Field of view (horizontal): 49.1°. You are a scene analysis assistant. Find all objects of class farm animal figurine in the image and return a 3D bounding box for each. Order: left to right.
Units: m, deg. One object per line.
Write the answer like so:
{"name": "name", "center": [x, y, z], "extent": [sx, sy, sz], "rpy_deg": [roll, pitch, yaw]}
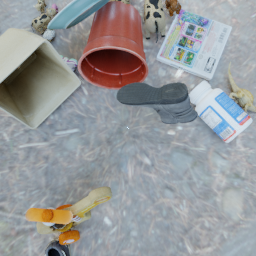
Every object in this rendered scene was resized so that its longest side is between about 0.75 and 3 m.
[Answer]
{"name": "farm animal figurine", "center": [-3.120, -4.267, 10.653], "extent": [1.534, 0.800, 1.517], "rpy_deg": [35, 77, 9]}
{"name": "farm animal figurine", "center": [0.415, -4.805, 10.354], "extent": [2.915, 1.466, 2.354], "rpy_deg": [28, 78, 14]}

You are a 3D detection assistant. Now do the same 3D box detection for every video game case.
{"name": "video game case", "center": [2.517, -3.213, 10.623], "extent": [2.178, 0.283, 2.393], "rpy_deg": [23, 76, 7]}

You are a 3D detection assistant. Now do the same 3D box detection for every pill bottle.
{"name": "pill bottle", "center": [3.014, -0.599, 9.418], "extent": [1.150, 1.150, 2.049], "rpy_deg": [-39, 78, -10]}

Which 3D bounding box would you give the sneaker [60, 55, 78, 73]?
{"name": "sneaker", "center": [-2.410, -2.257, 10.286], "extent": [1.023, 0.397, 0.715], "rpy_deg": [12, 74, 4]}

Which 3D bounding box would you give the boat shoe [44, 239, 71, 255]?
{"name": "boat shoe", "center": [-1.961, 4.683, 8.033], "extent": [1.013, 0.874, 2.787], "rpy_deg": [-11, 74, -3]}

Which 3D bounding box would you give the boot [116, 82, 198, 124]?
{"name": "boot", "center": [0.841, -0.611, 8.282], "extent": [2.220, 1.462, 0.775], "rpy_deg": [7, 62, 27]}

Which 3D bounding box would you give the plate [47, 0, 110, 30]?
{"name": "plate", "center": [-1.241, -3.686, 8.543], "extent": [2.747, 2.747, 0.351], "rpy_deg": [-37, 107, -10]}

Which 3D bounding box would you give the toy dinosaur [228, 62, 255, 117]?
{"name": "toy dinosaur", "center": [3.946, -1.100, 9.944], "extent": [1.189, 0.685, 2.352], "rpy_deg": [-36, 84, -25]}

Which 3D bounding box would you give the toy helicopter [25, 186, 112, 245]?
{"name": "toy helicopter", "center": [-1.501, 2.203, 7.461], "extent": [2.548, 1.685, 1.005], "rpy_deg": [-37, 54, 24]}

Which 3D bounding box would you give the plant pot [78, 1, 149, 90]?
{"name": "plant pot", "center": [-0.425, -2.885, 9.640], "extent": [2.321, 2.321, 2.258], "rpy_deg": [3, 65, 1]}

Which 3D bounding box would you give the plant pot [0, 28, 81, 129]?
{"name": "plant pot", "center": [-3.432, -1.807, 9.194], "extent": [2.373, 2.376, 2.103], "rpy_deg": [-45, 61, -5]}
